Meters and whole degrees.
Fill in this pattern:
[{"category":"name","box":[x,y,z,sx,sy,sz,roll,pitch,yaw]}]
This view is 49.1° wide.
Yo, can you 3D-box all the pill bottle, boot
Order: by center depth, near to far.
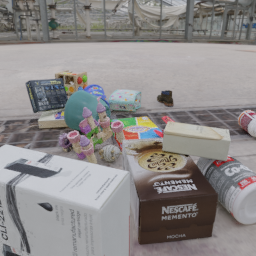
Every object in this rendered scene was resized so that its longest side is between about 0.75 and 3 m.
[{"category":"pill bottle","box":[2.589,1.369,7.065,1.106,1.106,1.943,-7,23,-16]},{"category":"pill bottle","box":[5.052,-0.134,11.196,0.792,0.792,1.402,-1,22,-3]},{"category":"boot","box":[2.037,-1.758,15.156,0.620,0.804,1.659,-7,23,-17]}]

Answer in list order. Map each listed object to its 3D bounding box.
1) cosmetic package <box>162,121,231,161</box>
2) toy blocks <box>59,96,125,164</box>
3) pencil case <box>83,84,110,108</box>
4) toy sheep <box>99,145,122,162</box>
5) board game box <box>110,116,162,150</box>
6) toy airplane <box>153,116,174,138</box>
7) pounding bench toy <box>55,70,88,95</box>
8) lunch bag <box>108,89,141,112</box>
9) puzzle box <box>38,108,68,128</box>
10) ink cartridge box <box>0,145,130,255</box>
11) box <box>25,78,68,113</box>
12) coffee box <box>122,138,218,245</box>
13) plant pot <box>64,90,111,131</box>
[{"category":"cosmetic package","box":[1.766,0.318,7.310,1.625,0.594,0.841,7,21,12]},{"category":"toy blocks","box":[-1.358,-0.019,9.380,1.860,1.566,1.739,22,50,42]},{"category":"pencil case","box":[-1.628,-1.345,13.681,1.243,1.117,2.863,16,17,-18]},{"category":"toy sheep","box":[-0.557,0.826,9.146,0.877,0.604,0.604,5,22,21]},{"category":"board game box","box":[0.316,0.179,10.885,1.680,0.443,2.196,-6,23,-15]},{"category":"toy airplane","box":[1.819,0.281,10.273,2.210,0.407,2.210,24,21,-10]},{"category":"pounding bench toy","box":[-3.139,-2.811,17.105,1.614,1.286,2.070,9,24,20]},{"category":"lunch bag","box":[-0.135,-1.366,13.993,1.376,0.985,1.615,6,18,13]},{"category":"puzzle box","box":[-3.004,-0.650,12.933,1.810,0.346,2.721,-3,21,-6]},{"category":"ink cartridge box","box":[-1.463,1.637,5.196,2.807,2.025,1.175,9,24,22]},{"category":"box","box":[-3.501,-1.451,12.346,0.443,1.370,1.737,-14,2,39]},{"category":"coffee box","box":[0.837,1.348,7.049,1.661,1.173,2.938,-3,22,-8]},{"category":"plant pot","box":[-1.510,-0.565,11.264,1.322,1.647,1.647,19,28,27]}]
